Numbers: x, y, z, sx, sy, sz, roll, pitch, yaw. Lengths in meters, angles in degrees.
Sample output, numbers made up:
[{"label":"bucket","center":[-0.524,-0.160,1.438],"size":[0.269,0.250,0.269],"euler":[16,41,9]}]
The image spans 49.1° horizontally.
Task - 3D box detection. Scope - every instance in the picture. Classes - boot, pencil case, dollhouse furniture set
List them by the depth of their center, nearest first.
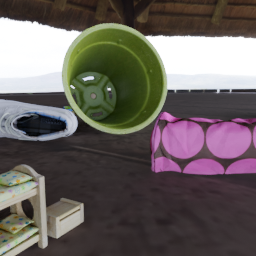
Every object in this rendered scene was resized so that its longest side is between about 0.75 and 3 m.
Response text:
[{"label":"dollhouse furniture set","center":[-1.122,0.583,2.283],"size":[1.011,0.636,1.143],"euler":[5,10,29]},{"label":"pencil case","center":[1.413,0.177,3.966],"size":[2.195,0.996,1.028],"euler":[1,35,6]},{"label":"boot","center":[-2.451,-0.186,6.216],"size":[2.542,0.935,1.215],"euler":[0,2,-5]}]

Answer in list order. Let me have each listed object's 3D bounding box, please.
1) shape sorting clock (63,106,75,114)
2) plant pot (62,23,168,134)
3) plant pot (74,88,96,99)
[{"label":"shape sorting clock","center":[-2.385,-0.789,12.376],"size":[1.373,0.269,1.373],"euler":[-1,14,0]},{"label":"plant pot","center":[-0.749,-1.174,8.356],"size":[2.858,2.858,2.714],"euler":[-4,-3,-23]},{"label":"plant pot","center":[-1.979,-1.420,13.740],"size":[1.275,1.107,1.275],"euler":[0,9,0]}]
